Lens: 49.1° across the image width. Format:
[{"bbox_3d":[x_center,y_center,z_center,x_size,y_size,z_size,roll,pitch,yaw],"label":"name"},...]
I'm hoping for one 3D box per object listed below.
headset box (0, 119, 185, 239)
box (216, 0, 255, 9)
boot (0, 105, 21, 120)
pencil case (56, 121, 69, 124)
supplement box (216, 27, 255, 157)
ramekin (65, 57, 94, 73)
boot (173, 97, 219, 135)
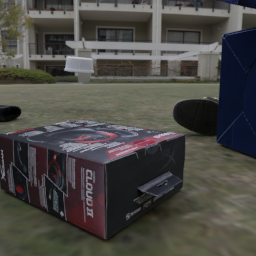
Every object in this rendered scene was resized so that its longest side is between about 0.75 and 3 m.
[{"bbox_3d":[-0.393,0.470,3.690,2.189,0.821,1.627,8,14,36],"label":"headset box"},{"bbox_3d":[2.127,-2.219,4.882,1.378,0.223,0.834,5,28,-13],"label":"box"},{"bbox_3d":[-4.766,-0.699,10.171,1.992,0.654,1.642,0,20,17],"label":"boot"},{"bbox_3d":[-1.459,0.315,4.806,0.652,0.726,1.671,13,17,27],"label":"pencil case"},{"bbox_3d":[3.383,-0.752,5.767,2.428,2.430,1.631,-4,11,-18],"label":"supplement box"},{"bbox_3d":[-2.084,-2.722,12.067,1.247,0.608,1.247,6,14,-1],"label":"ramekin"},{"bbox_3d":[2.373,-0.435,8.105,2.552,0.934,1.922,3,12,-5],"label":"boot"}]
